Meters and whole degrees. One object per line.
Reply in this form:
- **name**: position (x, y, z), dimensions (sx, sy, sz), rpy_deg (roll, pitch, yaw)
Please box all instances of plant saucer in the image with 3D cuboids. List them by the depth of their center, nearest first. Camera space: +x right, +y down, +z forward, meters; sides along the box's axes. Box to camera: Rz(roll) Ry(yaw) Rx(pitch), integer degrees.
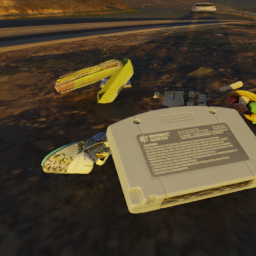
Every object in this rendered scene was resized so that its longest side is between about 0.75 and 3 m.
- **plant saucer**: position (-0.374, -1.527, 9.347), dimensions (0.393, 1.639, 1.642), rpy_deg (36, 9, -15)

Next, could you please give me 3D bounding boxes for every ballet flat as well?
- **ballet flat**: position (-0.805, 0.533, 5.439), dimensions (0.656, 0.656, 1.824), rpy_deg (14, 20, 27)

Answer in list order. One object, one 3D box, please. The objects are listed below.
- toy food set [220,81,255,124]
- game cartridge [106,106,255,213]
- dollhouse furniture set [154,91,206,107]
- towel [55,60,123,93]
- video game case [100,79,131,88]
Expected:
- **toy food set**: position (3.170, -0.565, 7.708), dimensions (1.550, 0.506, 0.912), rpy_deg (34, -17, -21)
- **game cartridge**: position (1.085, 0.398, 5.145), dimensions (2.757, 0.572, 1.836), rpy_deg (-7, 46, -16)
- **dollhouse furniture set**: position (1.441, -0.529, 8.045), dimensions (1.515, 0.740, 1.292), rpy_deg (1, 23, 13)
- **towel**: position (-1.356, -1.634, 9.124), dimensions (2.051, 0.325, 2.855), rpy_deg (-21, 8, -10)
- **video game case**: position (-0.497, -1.840, 11.425), dimensions (1.236, 0.117, 0.883), rpy_deg (0, 27, -2)
